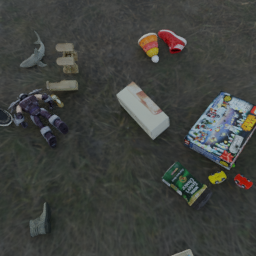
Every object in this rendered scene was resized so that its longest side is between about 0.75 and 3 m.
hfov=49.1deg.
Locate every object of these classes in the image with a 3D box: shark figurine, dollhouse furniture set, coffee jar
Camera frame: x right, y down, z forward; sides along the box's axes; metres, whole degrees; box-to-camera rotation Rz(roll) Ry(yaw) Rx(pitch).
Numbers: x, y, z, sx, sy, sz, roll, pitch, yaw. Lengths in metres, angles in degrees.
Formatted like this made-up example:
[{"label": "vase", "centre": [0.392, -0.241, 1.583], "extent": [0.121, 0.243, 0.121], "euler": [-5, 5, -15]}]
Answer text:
[{"label": "shark figurine", "centre": [-4.282, -3.653, 13.216], "extent": [1.121, 0.783, 1.876], "euler": [12, 66, 5]}, {"label": "dollhouse furniture set", "centre": [-2.881, -2.600, 12.228], "extent": [1.227, 1.618, 1.846], "euler": [-3, 90, -3]}, {"label": "coffee jar", "centre": [2.169, 2.123, 10.281], "extent": [1.757, 0.750, 0.916], "euler": [41, 70, 18]}]

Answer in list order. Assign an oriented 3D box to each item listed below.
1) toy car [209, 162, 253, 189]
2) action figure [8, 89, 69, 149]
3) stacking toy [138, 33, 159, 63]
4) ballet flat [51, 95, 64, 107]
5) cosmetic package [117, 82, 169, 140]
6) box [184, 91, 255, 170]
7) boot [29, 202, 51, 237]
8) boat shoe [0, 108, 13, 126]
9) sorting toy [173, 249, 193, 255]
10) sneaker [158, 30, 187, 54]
[{"label": "toy car", "centre": [3.922, 1.615, 10.712], "extent": [1.535, 0.342, 1.444], "euler": [6, 56, 16]}, {"label": "action figure", "centre": [-3.712, -0.531, 11.559], "extent": [1.847, 0.985, 2.839], "euler": [-42, 67, -11]}, {"label": "stacking toy", "centre": [1.129, -3.721, 13.283], "extent": [0.961, 0.961, 1.315], "euler": [-20, 80, -10]}, {"label": "ballet flat", "centre": [-3.113, -1.244, 12.258], "extent": [0.834, 0.263, 0.286], "euler": [41, 70, 19]}, {"label": "cosmetic package", "centre": [0.624, -0.710, 11.448], "extent": [0.947, 1.122, 2.171], "euler": [-39, 71, -5]}, {"label": "box", "centre": [3.893, -0.025, 11.268], "extent": [2.014, 0.587, 2.942], "euler": [30, 66, 26]}, {"label": "boot", "centre": [-3.158, 3.238, 9.949], "extent": [0.749, 0.388, 1.146], "euler": [-9, 62, 2]}, {"label": "boat shoe", "centre": [-5.740, -0.752, 11.827], "extent": [1.928, 0.582, 0.712], "euler": [33, 68, 15]}, {"label": "sorting toy", "centre": [1.865, 4.693, 9.300], "extent": [0.946, 0.186, 1.022], "euler": [-17, 65, -8]}, {"label": "sneaker", "centre": [2.025, -4.172, 13.577], "extent": [1.477, 0.579, 0.853], "euler": [25, 65, 13]}]
